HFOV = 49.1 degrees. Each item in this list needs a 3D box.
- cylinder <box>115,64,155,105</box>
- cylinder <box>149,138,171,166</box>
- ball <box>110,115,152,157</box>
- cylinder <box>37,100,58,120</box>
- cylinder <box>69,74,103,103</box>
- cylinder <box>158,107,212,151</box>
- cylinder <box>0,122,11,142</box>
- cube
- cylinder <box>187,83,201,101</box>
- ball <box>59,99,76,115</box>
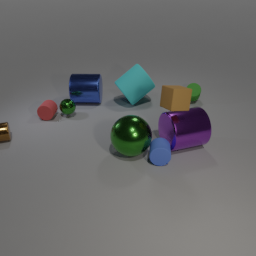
[{"bbox_3d":[0.323,-2.048,13.214,1.400,1.400,1.400,-39,33,4],"label":"cylinder"},{"bbox_3d":[1.067,0.785,9.321,0.700,0.700,0.700,2,27,4],"label":"cylinder"},{"bbox_3d":[0.106,0.260,9.411,1.400,1.400,1.400,0,29,0],"label":"ball"},{"bbox_3d":[-3.492,-0.785,12.162,0.700,0.700,0.700,2,27,4],"label":"cylinder"},{"bbox_3d":[-1.990,-1.890,13.431,1.400,1.400,1.400,1,29,2],"label":"cylinder"},{"bbox_3d":[1.986,0.027,9.964,1.400,1.400,1.400,-10,30,-17],"label":"cylinder"},{"bbox_3d":[-4.794,0.169,10.446,0.700,0.700,0.700,-10,30,-18],"label":"cylinder"},{"bbox_3d":[1.517,-0.959,8.933,0.700,0.700,0.700,-3,19,-26],"label":"cube"},{"bbox_3d":[3.139,-1.718,13.503,0.700,0.700,0.700,5,-13,10],"label":"cylinder"},{"bbox_3d":[-2.624,-0.925,12.184,0.700,0.700,0.700,0,29,0],"label":"ball"}]
